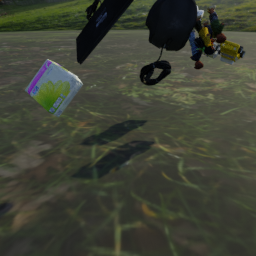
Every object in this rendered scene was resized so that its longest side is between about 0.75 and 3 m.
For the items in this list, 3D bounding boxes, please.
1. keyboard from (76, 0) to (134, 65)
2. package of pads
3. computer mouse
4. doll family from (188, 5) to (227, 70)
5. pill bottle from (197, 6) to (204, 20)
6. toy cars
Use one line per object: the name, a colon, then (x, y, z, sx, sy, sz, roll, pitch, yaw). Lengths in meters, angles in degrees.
keyboard: (-0.479, -2.316, 5.613, 0.217, 2.110, 1.340, 15, 55, -36)
package of pads: (-1.643, -0.916, 6.204, 1.238, 0.957, 0.422, 36, 0, 39)
computer mouse: (0.628, -1.427, 5.353, 0.805, 0.467, 2.745, 9, -20, -2)
doll family: (1.336, -1.508, 4.910, 0.486, 0.716, 1.240, -18, -6, 4)
pill bottle: (1.503, -3.203, 7.817, 1.113, 0.626, 0.626, 22, 27, 9)
toy cars: (3.047, -2.520, 9.378, 1.163, 0.575, 2.595, 20, 13, -17)
